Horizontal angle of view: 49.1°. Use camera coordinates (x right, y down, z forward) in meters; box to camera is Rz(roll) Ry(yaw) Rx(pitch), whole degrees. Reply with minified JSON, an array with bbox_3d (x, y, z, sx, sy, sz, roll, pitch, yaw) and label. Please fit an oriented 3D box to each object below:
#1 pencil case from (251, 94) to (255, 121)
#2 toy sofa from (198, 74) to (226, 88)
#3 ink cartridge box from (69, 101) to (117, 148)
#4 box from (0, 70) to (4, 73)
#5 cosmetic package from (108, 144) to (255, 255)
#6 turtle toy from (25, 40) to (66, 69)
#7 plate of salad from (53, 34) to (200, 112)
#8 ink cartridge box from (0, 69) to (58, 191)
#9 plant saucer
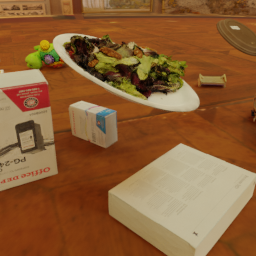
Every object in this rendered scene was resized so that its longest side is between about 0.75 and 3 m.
[{"bbox_3d":[5.201,-0.554,8.669,2.486,1.112,0.967,10,0,18],"label":"pencil case"},{"bbox_3d":[3.618,-1.981,12.107,1.148,0.560,0.475,2,52,4],"label":"toy sofa"},{"bbox_3d":[-0.970,-0.128,7.814,1.318,0.952,0.558,18,32,31],"label":"ink cartridge box"},{"bbox_3d":[-5.375,-1.182,9.633,2.297,1.164,1.292,-9,29,-17],"label":"box"},{"bbox_3d":[1.108,1.277,5.414,1.827,0.626,2.423,21,33,38],"label":"cosmetic package"},{"bbox_3d":[-4.074,-3.768,14.593,2.495,1.261,1.819,-12,6,-15],"label":"turtle toy"},{"bbox_3d":[0.084,-1.141,4.851,2.708,0.650,2.708,21,28,-12],"label":"plate of salad"},{"bbox_3d":[-2.488,0.091,5.915,1.685,2.321,0.968,-14,34,-26],"label":"ink cartridge box"},{"bbox_3d":[3.583,-2.934,8.898,1.688,0.249,1.688,15,48,-17],"label":"plant saucer"}]
